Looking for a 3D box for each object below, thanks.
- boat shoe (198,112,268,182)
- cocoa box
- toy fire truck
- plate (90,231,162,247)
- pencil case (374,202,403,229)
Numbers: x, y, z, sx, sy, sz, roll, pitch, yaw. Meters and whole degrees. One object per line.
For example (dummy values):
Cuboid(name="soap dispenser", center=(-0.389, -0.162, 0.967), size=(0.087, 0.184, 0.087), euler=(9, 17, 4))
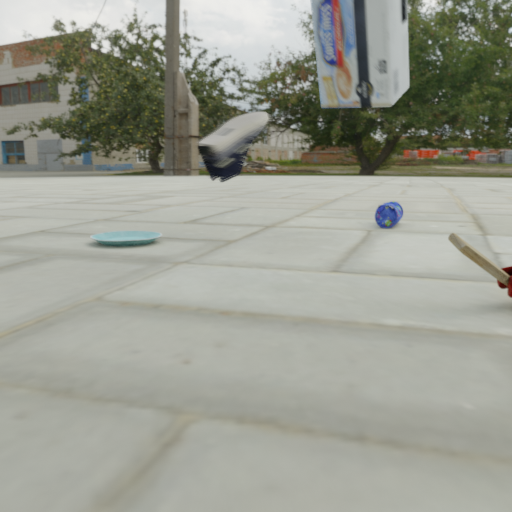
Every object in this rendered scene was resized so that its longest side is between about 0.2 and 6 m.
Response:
Cuboid(name="boat shoe", center=(-0.428, -2.445, 12.566), size=(0.769, 0.955, 2.059), euler=(18, 45, 41))
Cuboid(name="cocoa box", center=(1.416, -2.870, 7.492), size=(1.017, 1.550, 1.034), euler=(6, 33, 27))
Cuboid(name="toy fire truck", center=(3.123, 0.204, 5.924), size=(1.806, 1.162, 1.590), euler=(-12, 12, -3))
Cuboid(name="plate", center=(-2.562, -0.330, 11.091), size=(1.389, 0.178, 1.389), euler=(-1, 10, 0))
Cuboid(name="pencil case", center=(3.274, -1.039, 13.830), size=(0.559, 0.622, 1.431), euler=(-32, -3, 22))
